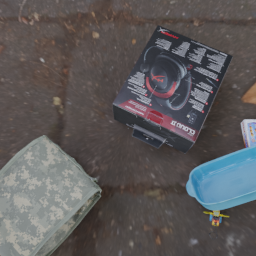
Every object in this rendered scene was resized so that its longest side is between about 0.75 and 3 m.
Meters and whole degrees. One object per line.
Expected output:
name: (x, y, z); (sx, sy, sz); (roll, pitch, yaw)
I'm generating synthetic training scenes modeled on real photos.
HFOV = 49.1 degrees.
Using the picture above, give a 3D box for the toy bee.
toy bee: (2.135, 2.154, 6.692); (0.560, 0.465, 0.856); (-13, 62, 6)

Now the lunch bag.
lunch bag: (-1.991, 1.608, 6.372); (1.962, 1.407, 2.392); (40, 80, 17)

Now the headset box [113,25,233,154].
headset box: (1.091, -0.918, 7.436); (2.217, 1.119, 2.983); (25, 72, 8)

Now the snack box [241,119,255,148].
snack box: (4.288, 0.204, 7.491); (2.344, 0.285, 0.843); (1, 67, 0)

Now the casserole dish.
casserole dish: (2.579, 1.191, 6.572); (2.394, 0.464, 1.450); (-23, 26, 11)
